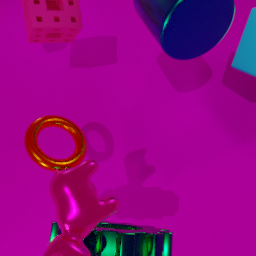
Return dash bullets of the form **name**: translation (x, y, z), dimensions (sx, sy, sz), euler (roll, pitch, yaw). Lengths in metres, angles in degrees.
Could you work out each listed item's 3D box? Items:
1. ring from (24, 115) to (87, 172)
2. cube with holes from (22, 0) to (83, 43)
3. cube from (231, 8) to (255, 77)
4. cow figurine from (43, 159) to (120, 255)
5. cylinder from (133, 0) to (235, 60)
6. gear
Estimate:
- **ring**: translation (-1.384, 0.281, 5.464), dimensions (1.231, 0.246, 1.231), euler (18, 51, -23)
- **cube with holes**: translation (-1.753, -2.633, 6.367), dimensions (1.073, 1.073, 1.073), euler (-9, 92, -23)
- **cube**: translation (3.437, -1.781, 6.239), dimensions (1.336, 1.336, 1.336), euler (-7, 32, -33)
- **cow figurine**: translation (-0.705, 1.098, 3.420), dimensions (1.197, 0.668, 1.216), euler (-28, 88, -31)
- **cylinder**: translation (0.928, -2.130, 4.937), dimensions (1.344, 1.344, 1.344), euler (-18, 54, -9)
- **gear**: translation (-0.262, 1.776, 4.555), dimensions (1.924, 1.924, 0.356), euler (4, 75, 2)
